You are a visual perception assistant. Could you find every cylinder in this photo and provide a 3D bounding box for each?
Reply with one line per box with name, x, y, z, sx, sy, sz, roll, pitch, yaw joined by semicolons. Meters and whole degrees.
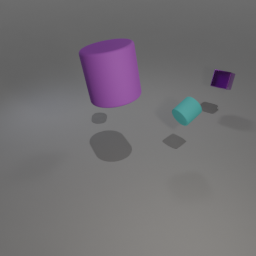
cylinder;-0.432;-1.439;7.266;1.400;1.400;1.400;-8;29;5
cylinder;1.919;-0.546;9.140;0.700;0.700;0.700;-41;45;-14

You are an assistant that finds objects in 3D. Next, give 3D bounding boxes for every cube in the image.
cube;3.929;-1.997;11.595;0.700;0.700;0.700;20;16;30
